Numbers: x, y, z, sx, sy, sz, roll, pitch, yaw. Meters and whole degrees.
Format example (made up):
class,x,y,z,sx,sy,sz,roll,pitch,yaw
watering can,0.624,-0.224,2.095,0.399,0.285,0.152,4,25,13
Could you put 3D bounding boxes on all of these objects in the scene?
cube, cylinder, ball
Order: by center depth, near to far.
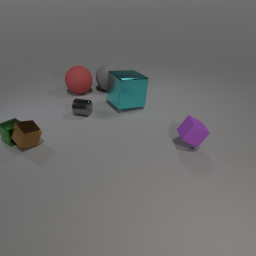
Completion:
class,x,y,z,sx,sy,sz,roll,pitch,yaw
cube,2.243,0.112,9.671,0.700,0.700,0.700,27,24,-22
cube,-3.603,0.220,9.951,0.700,0.700,0.700,43,31,27
cube,-4.277,0.146,10.420,0.700,0.700,0.700,23,37,36
cylinder,-2.011,-0.919,12.325,0.700,0.700,0.700,8,30,13
cube,-0.057,-1.802,12.906,1.400,1.400,1.400,-8,29,-27
ball,-2.518,-2.473,14.341,1.400,1.400,1.400,0,29,0
ball,-0.988,-2.674,14.730,1.400,1.400,1.400,0,29,0
